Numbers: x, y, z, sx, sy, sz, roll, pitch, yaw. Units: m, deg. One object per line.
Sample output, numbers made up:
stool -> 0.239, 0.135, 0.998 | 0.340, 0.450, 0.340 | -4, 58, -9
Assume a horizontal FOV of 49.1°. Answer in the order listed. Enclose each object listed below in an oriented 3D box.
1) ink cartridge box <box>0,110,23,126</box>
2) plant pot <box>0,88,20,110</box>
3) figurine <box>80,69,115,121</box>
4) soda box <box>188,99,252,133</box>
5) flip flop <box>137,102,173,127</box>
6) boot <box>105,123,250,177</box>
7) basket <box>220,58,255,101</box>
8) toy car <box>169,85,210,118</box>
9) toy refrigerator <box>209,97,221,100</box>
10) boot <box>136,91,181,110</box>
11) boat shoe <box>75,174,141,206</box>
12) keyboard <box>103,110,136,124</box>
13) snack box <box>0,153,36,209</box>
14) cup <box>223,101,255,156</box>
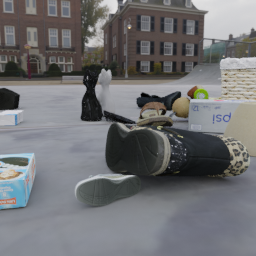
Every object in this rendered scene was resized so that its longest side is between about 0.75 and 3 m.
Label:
ink cartridge box -> -4.119, -0.361, 9.831 | 0.663, 0.382, 1.145 | -1, 11, -5
plant pot -> -5.937, -1.388, 13.843 | 0.906, 1.021, 1.019 | 10, 10, -2
figurine -> -1.112, -1.350, 10.824 | 0.824, 1.867, 1.914 | 6, 14, 22
soda box -> 3.284, -0.346, 8.317 | 2.892, 0.917, 0.987 | 3, 11, 13
flip flop -> 0.843, -0.474, 9.100 | 1.097, 0.779, 2.706 | -1, 9, 5
boot -> 0.666, 0.415, 4.892 | 1.778, 0.850, 2.355 | 6, -1, -22
basket -> 4.822, -1.363, 10.086 | 2.805, 2.256, 2.779 | 6, 12, 24
toy car -> 2.137, -0.608, 10.033 | 1.738, 1.371, 1.428 | -26, 5, 14
toy refrigerator -> 3.455, -0.895, 11.721 | 0.790, 0.728, 2.081 | 7, 12, 34
boot -> 1.601, -1.461, 14.300 | 1.871, 0.851, 2.227 | 9, 20, 25
boat shoe -> -0.289, 0.805, 3.829 | 1.017, 0.375, 0.326 | -3, 5, -38
keyboard -> -0.483, -0.340, 10.317 | 0.930, 0.354, 1.787 | 20, 0, -27
snack box -> -2.501, 0.754, 3.888 | 2.225, 0.413, 1.293 | -3, 11, -13
cup -> 2.929, -0.045, 6.368 | 1.490, 1.065, 1.490 | -1, 11, 0
